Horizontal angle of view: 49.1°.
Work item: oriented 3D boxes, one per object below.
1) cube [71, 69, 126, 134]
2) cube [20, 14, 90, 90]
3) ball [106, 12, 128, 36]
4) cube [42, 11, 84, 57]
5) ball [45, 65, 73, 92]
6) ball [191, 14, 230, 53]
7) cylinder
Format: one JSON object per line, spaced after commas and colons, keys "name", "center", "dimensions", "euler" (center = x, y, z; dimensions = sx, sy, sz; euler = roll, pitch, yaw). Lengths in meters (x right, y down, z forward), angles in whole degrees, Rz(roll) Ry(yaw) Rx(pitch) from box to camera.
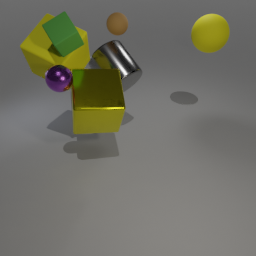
{"name": "cube", "center": [-0.938, -0.764, 8.225], "dimensions": [1.400, 1.400, 1.400], "euler": [-3, 62, -12]}
{"name": "cube", "center": [-2.142, -2.289, 8.582], "dimensions": [1.400, 1.400, 1.400], "euler": [27, 70, 7]}
{"name": "ball", "center": [-0.342, -3.343, 9.005], "dimensions": [0.700, 0.700, 0.700], "euler": [0, 32, 0]}
{"name": "cube", "center": [-1.678, -2.432, 7.324], "dimensions": [0.700, 0.700, 0.700], "euler": [-32, 78, -1]}
{"name": "ball", "center": [-1.754, -1.262, 7.154], "dimensions": [0.700, 0.700, 0.700], "euler": [0, 32, 0]}
{"name": "ball", "center": [3.113, -3.574, 10.625], "dimensions": [1.400, 1.400, 1.400], "euler": [0, 32, 0]}
{"name": "cylinder", "center": [-0.437, -2.092, 9.863], "dimensions": [1.400, 1.400, 1.400], "euler": [-29, 79, -38]}
